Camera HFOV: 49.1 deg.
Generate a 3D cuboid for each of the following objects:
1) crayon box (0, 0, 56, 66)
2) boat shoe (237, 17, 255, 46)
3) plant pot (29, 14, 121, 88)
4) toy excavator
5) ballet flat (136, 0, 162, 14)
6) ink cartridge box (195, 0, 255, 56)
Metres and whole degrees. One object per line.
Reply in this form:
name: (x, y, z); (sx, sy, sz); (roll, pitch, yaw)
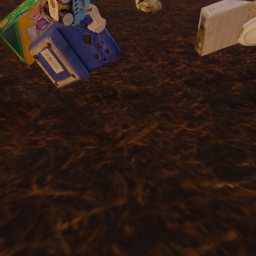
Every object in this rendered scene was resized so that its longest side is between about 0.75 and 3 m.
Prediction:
crayon box: (-2.891, -3.344, 9.055); (2.327, 1.382, 0.678); (-46, 54, -10)
boat shoe: (2.981, -1.967, 5.452); (1.626, 0.598, 0.531); (-14, 30, 28)
plant pot: (-1.484, -2.048, 7.354); (1.660, 1.660, 1.492); (-6, 37, 50)
toy excavator: (-0.929, -2.292, 5.352); (1.231, 1.197, 0.615); (-33, 56, -31)
ballet flat: (0.616, -4.584, 10.339); (0.574, 0.574, 1.625); (-17, 39, -25)
ink cartridge box: (3.045, -3.091, 8.305); (1.970, 1.601, 0.562); (-24, 63, -6)
